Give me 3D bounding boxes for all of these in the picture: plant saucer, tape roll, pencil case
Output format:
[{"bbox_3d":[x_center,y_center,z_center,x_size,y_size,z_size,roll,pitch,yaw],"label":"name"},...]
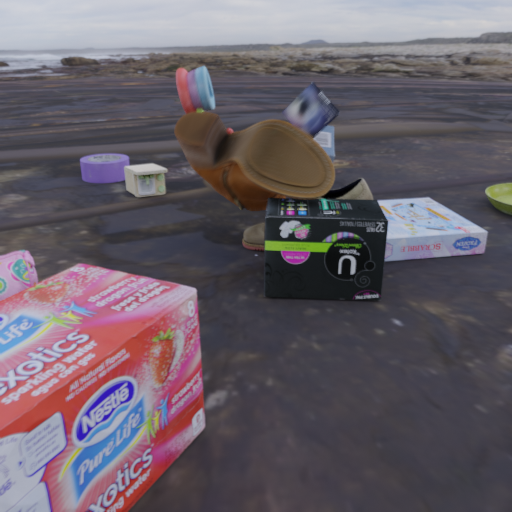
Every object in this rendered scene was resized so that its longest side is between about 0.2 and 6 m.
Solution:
[{"bbox_3d":[5.946,-1.117,11.799,2.135,0.332,2.135,0,22,0],"label":"plant saucer"},{"bbox_3d":[-3.873,-2.259,14.396,1.211,0.514,1.211,0,23,0],"label":"tape roll"},{"bbox_3d":[-3.899,0.458,7.097,2.118,0.926,0.926,-7,23,-20],"label":"pencil case"}]

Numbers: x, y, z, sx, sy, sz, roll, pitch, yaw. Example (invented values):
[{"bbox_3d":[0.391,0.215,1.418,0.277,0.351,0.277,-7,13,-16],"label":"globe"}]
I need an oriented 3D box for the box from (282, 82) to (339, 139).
[{"bbox_3d":[0.897,-2.355,9.203,0.677,0.672,0.417,45,20,-9],"label":"box"}]

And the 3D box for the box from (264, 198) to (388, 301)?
[{"bbox_3d":[0.951,-0.127,8.087,1.660,1.233,1.032,1,21,3],"label":"box"}]

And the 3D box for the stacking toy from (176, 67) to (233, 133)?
[{"bbox_3d":[-0.908,-2.842,11.105,0.796,1.884,1.706,-11,24,6],"label":"stacking toy"}]

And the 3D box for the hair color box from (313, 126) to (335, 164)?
[{"bbox_3d":[1.090,-1.597,10.627,0.495,1.632,0.808,7,53,-2],"label":"hair color box"}]

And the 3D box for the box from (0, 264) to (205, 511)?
[{"bbox_3d":[-1.762,1.324,4.119,1.439,1.503,3.015,11,25,26],"label":"box"}]

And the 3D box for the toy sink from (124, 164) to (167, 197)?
[{"bbox_3d":[-2.528,-1.728,12.931,0.728,0.626,1.117,-11,19,-26],"label":"toy sink"}]

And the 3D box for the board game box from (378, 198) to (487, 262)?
[{"bbox_3d":[2.639,-0.526,10.162,2.111,0.435,2.116,-4,22,-9],"label":"board game box"}]

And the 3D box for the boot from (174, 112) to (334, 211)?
[{"bbox_3d":[0.142,-1.188,9.065,2.805,1.076,2.178,17,-16,25],"label":"boot"}]

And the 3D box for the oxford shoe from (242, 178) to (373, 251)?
[{"bbox_3d":[0.828,-0.732,9.595,2.383,0.891,0.840,-16,25,9],"label":"oxford shoe"}]
